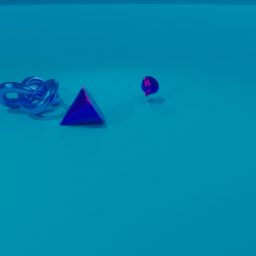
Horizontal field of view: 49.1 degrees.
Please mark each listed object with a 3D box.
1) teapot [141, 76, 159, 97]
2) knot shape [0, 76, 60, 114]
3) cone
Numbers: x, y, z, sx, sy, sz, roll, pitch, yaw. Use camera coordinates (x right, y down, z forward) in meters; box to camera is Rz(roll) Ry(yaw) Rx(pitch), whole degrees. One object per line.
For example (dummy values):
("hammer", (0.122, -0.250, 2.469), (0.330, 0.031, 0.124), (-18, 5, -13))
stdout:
("teapot", (0.716, -1.428, 9.500), (0.663, 0.522, 1.066), (32, 43, -19))
("knot shape", (-2.890, -1.050, 8.774), (1.934, 0.955, 2.066), (15, 24, 43))
("cone", (-1.466, -0.389, 8.006), (1.182, 1.177, 1.177), (-31, 28, 4))
